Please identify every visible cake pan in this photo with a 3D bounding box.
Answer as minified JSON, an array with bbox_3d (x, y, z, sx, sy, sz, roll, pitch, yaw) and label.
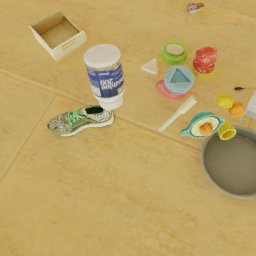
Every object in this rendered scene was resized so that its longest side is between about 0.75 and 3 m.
[{"bbox_3d":[4.083,1.265,10.467,2.833,0.519,2.833,0,64,0],"label":"cake pan"}]

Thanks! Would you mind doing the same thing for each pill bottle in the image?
[{"bbox_3d":[-0.735,-1.685,9.707,1.185,2.136,1.185,-4,48,4],"label":"pill bottle"}]

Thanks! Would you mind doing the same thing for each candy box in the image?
[{"bbox_3d":[3.398,-6.057,14.099,0.842,0.238,0.491,-14,65,-8],"label":"candy box"}]

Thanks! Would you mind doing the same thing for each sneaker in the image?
[{"bbox_3d":[-1.855,-0.508,10.914,2.684,1.189,1.032,-15,65,-9],"label":"sneaker"}]

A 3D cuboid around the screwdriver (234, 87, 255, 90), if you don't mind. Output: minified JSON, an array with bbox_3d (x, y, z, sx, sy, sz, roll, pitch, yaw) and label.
[{"bbox_3d":[5.088,-1.693,12.096,0.979,0.142,0.137,3,34,-1],"label":"screwdriver"}]

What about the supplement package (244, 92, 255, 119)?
[{"bbox_3d":[5.248,-0.927,11.333,0.613,0.834,0.797,24,67,11],"label":"supplement package"}]

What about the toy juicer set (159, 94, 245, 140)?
[{"bbox_3d":[2.728,-0.312,9.469,2.931,1.865,0.798,2,47,-21],"label":"toy juicer set"}]

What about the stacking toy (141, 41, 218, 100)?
[{"bbox_3d":[2.218,-2.841,12.031,2.610,1.218,2.884,42,71,17],"label":"stacking toy"}]

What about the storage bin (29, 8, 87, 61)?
[{"bbox_3d":[-3.171,-4.336,12.931,1.853,0.875,1.866,-38,70,-16],"label":"storage bin"}]
